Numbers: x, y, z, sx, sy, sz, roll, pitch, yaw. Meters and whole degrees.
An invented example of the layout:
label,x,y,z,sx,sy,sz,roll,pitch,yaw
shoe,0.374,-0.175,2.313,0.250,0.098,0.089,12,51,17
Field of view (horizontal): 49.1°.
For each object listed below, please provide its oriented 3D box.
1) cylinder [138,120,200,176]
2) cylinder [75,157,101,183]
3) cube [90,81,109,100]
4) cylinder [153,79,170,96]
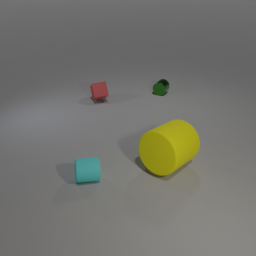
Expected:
label,x,y,z,sx,sy,sz,roll,pitch,yaw
cylinder,1.276,0.573,8.672,1.400,1.400,1.400,22,29,35
cylinder,-1.203,1.239,8.278,0.700,0.700,0.700,-2,28,-14
cube,-1.395,-1.807,13.581,0.700,0.700,0.700,-13,0,-14
cylinder,1.730,-2.124,14.604,0.700,0.700,0.700,13,31,23
